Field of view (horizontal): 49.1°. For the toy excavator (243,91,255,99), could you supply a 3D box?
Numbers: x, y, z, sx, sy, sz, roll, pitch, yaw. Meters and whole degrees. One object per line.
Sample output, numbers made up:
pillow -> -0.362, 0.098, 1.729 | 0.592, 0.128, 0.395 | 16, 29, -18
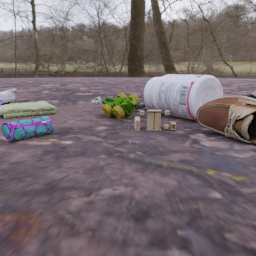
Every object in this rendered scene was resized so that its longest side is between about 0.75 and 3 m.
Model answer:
toy excavator -> 4.267, -0.367, 6.758 | 1.216, 2.435, 2.367 | -11, -28, -37

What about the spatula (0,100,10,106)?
spatula -> -5.065, -0.924, 11.025 | 0.717, 0.261, 2.538 | -15, 7, -7

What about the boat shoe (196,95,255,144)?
boat shoe -> 2.634, -0.163, 6.169 | 2.659, 1.007, 0.955 | 9, 17, 44

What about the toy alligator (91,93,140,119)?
toy alligator -> -0.402, -0.711, 9.447 | 0.872, 0.632, 2.632 | -39, 26, -21

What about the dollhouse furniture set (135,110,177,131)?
dollhouse furniture set -> 0.720, -0.231, 7.441 | 1.069, 0.554, 0.473 | 0, 14, -1

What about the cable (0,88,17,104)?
cable -> -5.368, -1.222, 11.656 | 1.297, 0.449, 1.297 | -5, 19, 35

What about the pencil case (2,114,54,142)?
pencil case -> -2.293, -0.002, 6.497 | 1.109, 0.472, 0.512 | -15, -20, -46

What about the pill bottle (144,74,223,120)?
pill bottle -> 1.712, -1.065, 9.240 | 1.400, 1.400, 2.470 | -8, 15, -33

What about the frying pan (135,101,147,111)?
frying pan -> 0.296, -0.960, 11.397 | 1.287, 0.346, 2.127 | 5, 17, 28

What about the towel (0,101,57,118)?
towel -> -3.628, -0.674, 9.913 | 1.963, 0.358, 1.457 | -7, 15, -29
